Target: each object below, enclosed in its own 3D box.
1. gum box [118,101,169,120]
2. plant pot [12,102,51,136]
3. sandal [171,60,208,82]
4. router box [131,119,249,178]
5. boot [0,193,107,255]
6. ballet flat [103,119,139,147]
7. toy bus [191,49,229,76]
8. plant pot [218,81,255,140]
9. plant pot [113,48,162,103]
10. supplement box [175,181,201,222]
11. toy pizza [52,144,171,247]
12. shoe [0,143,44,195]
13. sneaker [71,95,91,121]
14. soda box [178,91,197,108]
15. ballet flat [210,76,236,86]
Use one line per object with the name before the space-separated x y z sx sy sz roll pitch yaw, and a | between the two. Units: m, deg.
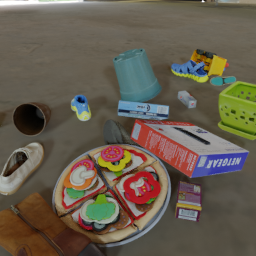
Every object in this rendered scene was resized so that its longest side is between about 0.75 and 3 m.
gum box | 0.409 -0.521 8.724 1.436 0.376 1.690 6 -1 -2
plant pot | -3.329 -0.447 10.193 1.182 1.182 1.265 3 16 6
sandal | 3.263 -3.142 14.740 2.215 0.964 0.880 23 40 36
router box | 1.771 0.491 8.036 2.569 0.628 2.306 2 21 -43
boot | -2.129 2.421 5.321 2.737 0.937 2.577 25 39 33
ballet flat | 0.061 0.697 8.221 0.626 0.909 2.698 -1 37 -38
toy bus | 4.533 -3.542 15.324 1.719 1.215 1.790 0 25 -27
plant pot | 4.193 -0.592 9.902 1.653 1.500 1.645 24 39 34
plant pot | 0.285 -2.212 11.640 1.838 1.800 1.838 -16 28 9
supplement box | 1.492 1.790 6.909 0.585 0.461 0.894 7 31 11
toy pizza | -0.440 1.387 6.821 2.927 0.464 2.927 -6 43 5
shoe | -3.045 0.995 8.128 0.758 0.579 2.169 3 31 6
sneaker | -1.889 -1.028 11.200 0.661 0.917 1.745 -14 34 -22
soda box | 2.551 -1.248 12.131 0.368 0.342 1.077 -8 32 -14
ballet flat | 4.685 -2.341 13.975 1.360 0.472 0.472 -3 31 -8
